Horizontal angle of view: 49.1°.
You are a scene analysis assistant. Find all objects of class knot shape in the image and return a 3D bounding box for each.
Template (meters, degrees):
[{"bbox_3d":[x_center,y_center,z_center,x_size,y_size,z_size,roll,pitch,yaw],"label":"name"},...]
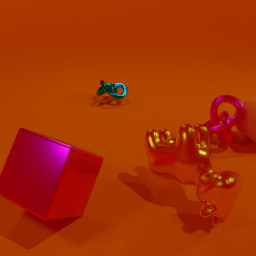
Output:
[{"bbox_3d":[-0.601,-1.281,9.209,1.054,0.487,0.986,1,17,-26],"label":"knot shape"},{"bbox_3d":[2.336,-0.241,6.902,0.582,1.178,1.259,20,9,-20],"label":"knot shape"}]

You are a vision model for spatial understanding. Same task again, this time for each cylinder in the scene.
[{"bbox_3d":[3.245,-0.144,6.790,0.945,0.945,0.945,-7,24,-12],"label":"cylinder"}]

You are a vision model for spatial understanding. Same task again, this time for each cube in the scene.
[{"bbox_3d":[-1.245,0.754,4.622,1.089,1.089,1.089,18,-7,24],"label":"cube"}]

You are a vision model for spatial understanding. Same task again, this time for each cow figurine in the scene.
[{"bbox_3d":[1.092,0.786,4.970,1.728,1.700,0.949,-9,-6,42],"label":"cow figurine"}]
